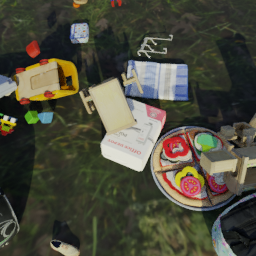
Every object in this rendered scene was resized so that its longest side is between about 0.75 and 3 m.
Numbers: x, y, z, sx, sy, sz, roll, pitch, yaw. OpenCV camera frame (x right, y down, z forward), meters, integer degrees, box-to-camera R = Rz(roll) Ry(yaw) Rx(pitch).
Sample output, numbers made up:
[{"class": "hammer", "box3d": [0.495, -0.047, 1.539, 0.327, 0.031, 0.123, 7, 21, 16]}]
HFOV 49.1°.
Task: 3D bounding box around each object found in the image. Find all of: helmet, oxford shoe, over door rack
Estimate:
[{"class": "helmet", "box3d": [-4.135, 2.541, 7.240, 2.026, 2.125, 2.125, -27, 60, -35]}, {"class": "oxford shoe", "box3d": [-1.741, 3.290, 7.649, 0.857, 0.316, 0.303, 13, 59, 8]}, {"class": "over door rack", "box3d": [1.158, -3.398, 11.750, 1.301, 0.433, 0.961, 4, 55, 28]}]

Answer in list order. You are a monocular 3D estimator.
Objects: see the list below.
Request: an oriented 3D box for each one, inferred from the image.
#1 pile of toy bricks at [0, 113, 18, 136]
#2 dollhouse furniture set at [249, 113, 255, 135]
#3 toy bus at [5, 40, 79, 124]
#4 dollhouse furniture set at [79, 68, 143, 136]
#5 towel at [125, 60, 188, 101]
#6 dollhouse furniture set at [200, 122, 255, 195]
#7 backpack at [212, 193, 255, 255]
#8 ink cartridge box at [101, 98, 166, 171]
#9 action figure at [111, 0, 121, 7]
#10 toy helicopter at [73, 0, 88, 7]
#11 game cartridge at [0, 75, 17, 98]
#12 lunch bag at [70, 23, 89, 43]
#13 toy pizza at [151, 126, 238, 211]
[{"class": "pile of toy bricks", "box3d": [-4.702, -0.164, 9.661, 1.679, 0.932, 0.829, 19, 87, -7]}, {"class": "dollhouse furniture set", "box3d": [5.851, 0.138, 8.676, 2.832, 1.957, 3.000, -22, 61, -13]}, {"class": "toy bus", "box3d": [-3.007, -1.587, 10.119, 2.582, 2.437, 1.334, 43, 23, 22]}, {"class": "dollhouse furniture set", "box3d": [-0.433, -0.876, 9.312, 1.967, 2.244, 1.491, -21, 103, 7]}, {"class": "towel", "box3d": [1.132, -1.894, 10.950, 2.458, 0.293, 1.805, 6, 59, 4]}, {"class": "dollhouse furniture set", "box3d": [3.014, 0.930, 8.532, 2.455, 1.365, 2.171, -6, 25, -13]}, {"class": "backpack", "box3d": [3.500, 2.717, 7.250, 2.548, 1.613, 2.126, -16, 50, -11]}, {"class": "ink cartridge box", "box3d": [0.207, 0.189, 9.297, 1.487, 0.840, 2.030, 21, 60, 13]}, {"class": "action figure", "box3d": [-0.710, -6.874, 13.803, 0.571, 0.867, 1.751, -9, 56, -6]}, {"class": "toy helicopter", "box3d": [-2.269, -6.547, 13.759, 0.937, 0.559, 1.417, -6, 55, -7]}, {"class": "game cartridge", "box3d": [-5.565, -1.408, 9.826, 2.907, 0.588, 1.938, 19, 37, 32]}, {"class": "lunch bag", "box3d": [-2.154, -4.171, 12.338, 0.833, 0.393, 1.040, -2, 57, 1]}, {"class": "toy pizza", "box3d": [2.204, 1.125, 8.925, 2.943, 0.466, 2.943, 0, 58, 0]}]
